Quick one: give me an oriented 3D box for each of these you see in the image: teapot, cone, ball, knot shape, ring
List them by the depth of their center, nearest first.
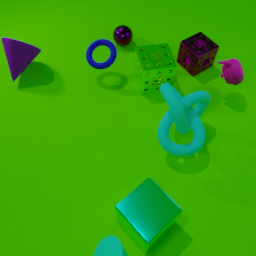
[{"bbox_3d":[-0.150,2.977,6.214,0.908,0.912,0.908,-31,41,31],"label":"cone"},{"bbox_3d":[1.511,-0.171,7.709,0.944,2.042,1.911,-1,78,46],"label":"knot shape"},{"bbox_3d":[3.186,-1.743,8.701,0.643,1.312,0.816,-16,51,34],"label":"teapot"},{"bbox_3d":[-0.884,-2.446,9.273,1.057,0.211,1.057,-2,79,11],"label":"ring"},{"bbox_3d":[-3.737,-2.185,9.467,1.307,1.307,1.312,15,92,9],"label":"cone"},{"bbox_3d":[-0.192,-3.493,10.589,0.768,0.768,0.768,0,57,0],"label":"ball"}]

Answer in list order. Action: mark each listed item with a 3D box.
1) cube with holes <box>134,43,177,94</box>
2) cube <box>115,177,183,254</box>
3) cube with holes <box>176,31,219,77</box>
[{"bbox_3d":[0.874,-1.977,9.385,1.112,1.112,1.112,-9,57,-6],"label":"cube with holes"},{"bbox_3d":[0.465,2.095,6.706,1.112,1.112,1.112,-37,63,-22],"label":"cube"},{"bbox_3d":[2.435,-2.605,9.898,0.942,0.942,0.942,-30,62,-18],"label":"cube with holes"}]
